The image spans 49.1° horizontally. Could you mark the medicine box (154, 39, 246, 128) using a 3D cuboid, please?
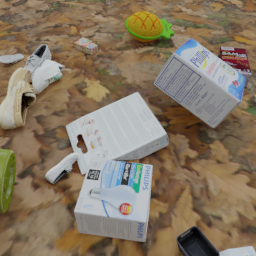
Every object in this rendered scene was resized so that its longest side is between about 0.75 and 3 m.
[{"bbox_3d":[2.551,-1.634,9.684,2.550,1.312,2.323,38,37,3],"label":"medicine box"}]

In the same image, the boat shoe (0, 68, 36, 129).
[{"bbox_3d":[-3.938,-1.113,10.449,0.994,1.059,2.873,3,54,-1],"label":"boat shoe"}]

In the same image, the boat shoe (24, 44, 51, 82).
[{"bbox_3d":[-4.084,-2.884,12.316,0.826,0.786,2.295,17,49,15],"label":"boat shoe"}]

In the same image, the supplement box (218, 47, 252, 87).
[{"bbox_3d":[4.611,-2.734,12.276,1.181,0.661,2.171,7,44,7],"label":"supplement box"}]

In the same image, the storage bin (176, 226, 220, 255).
[{"bbox_3d":[1.646,2.890,6.591,0.633,0.439,0.936,-29,40,-12],"label":"storage bin"}]

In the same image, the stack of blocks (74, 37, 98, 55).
[{"bbox_3d":[-2.013,-4.054,13.842,1.137,0.333,0.655,26,50,24],"label":"stack of blocks"}]

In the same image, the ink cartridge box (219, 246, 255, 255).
[{"bbox_3d":[2.217,3.451,6.202,1.708,0.404,1.367,-4,45,-6],"label":"ink cartridge box"}]

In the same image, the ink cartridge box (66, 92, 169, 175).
[{"bbox_3d":[-0.432,0.222,9.487,2.911,0.688,2.330,-26,49,-4],"label":"ink cartridge box"}]

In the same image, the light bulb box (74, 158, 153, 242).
[{"bbox_3d":[-0.288,1.841,7.340,1.737,1.084,1.722,6,45,6],"label":"light bulb box"}]

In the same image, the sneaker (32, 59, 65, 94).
[{"bbox_3d":[-3.259,-2.154,11.655,0.966,0.822,2.184,12,44,-1],"label":"sneaker"}]

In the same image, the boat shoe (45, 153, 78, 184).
[{"bbox_3d":[-1.916,1.217,8.477,0.407,0.428,1.189,41,55,20],"label":"boat shoe"}]

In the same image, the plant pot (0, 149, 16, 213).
[{"bbox_3d":[-4.288,1.312,7.173,2.440,2.534,2.534,6,44,-11],"label":"plant pot"}]

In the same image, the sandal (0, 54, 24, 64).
[{"bbox_3d":[-5.397,-3.150,12.997,1.170,0.287,0.476,-23,63,-38],"label":"sandal"}]

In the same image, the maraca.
[{"bbox_3d":[1.116,-5.128,14.261,2.540,1.359,1.741,0,63,-13],"label":"maraca"}]
